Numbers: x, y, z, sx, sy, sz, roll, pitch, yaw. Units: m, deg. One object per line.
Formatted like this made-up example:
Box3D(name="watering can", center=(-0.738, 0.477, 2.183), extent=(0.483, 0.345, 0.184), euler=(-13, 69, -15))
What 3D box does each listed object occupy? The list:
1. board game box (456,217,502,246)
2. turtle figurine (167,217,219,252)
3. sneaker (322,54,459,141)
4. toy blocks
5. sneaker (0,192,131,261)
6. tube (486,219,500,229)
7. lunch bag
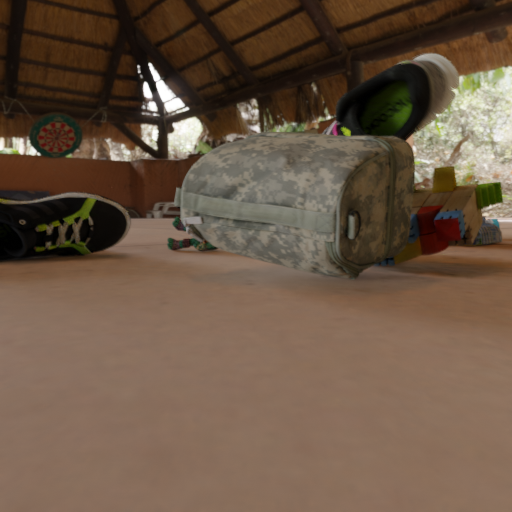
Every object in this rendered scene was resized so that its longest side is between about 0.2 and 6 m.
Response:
Box3D(name="board game box", center=(4.642, -0.662, 13.594), extent=(2.249, 0.694, 2.248), euler=(4, 7, 41))
Box3D(name="turtle figurine", center=(-0.983, -0.413, 10.944), extent=(1.427, 0.719, 1.069), euler=(0, 45, 21))
Box3D(name="sneaker", center=(1.491, -1.752, 8.359), extent=(3.153, 1.163, 1.379), euler=(-41, -13, 33))
Box3D(name="toy blocks", center=(2.105, -0.422, 7.931), extent=(2.375, 1.187, 1.623), euler=(-3, 21, 33))
Box3D(name="sneaker", center=(-3.587, -0.289, 9.055), extent=(3.217, 1.154, 1.332), euler=(-3, 29, -25))
Box3D(name="tube", center=(5.636, -0.690, 15.585), extent=(2.064, 0.520, 0.799), euler=(-4, -5, 11))
Box3D(name="lunch bag", center=(0.475, -0.653, 6.780), extent=(2.370, 1.651, 1.988), euler=(12, 17, 33))
